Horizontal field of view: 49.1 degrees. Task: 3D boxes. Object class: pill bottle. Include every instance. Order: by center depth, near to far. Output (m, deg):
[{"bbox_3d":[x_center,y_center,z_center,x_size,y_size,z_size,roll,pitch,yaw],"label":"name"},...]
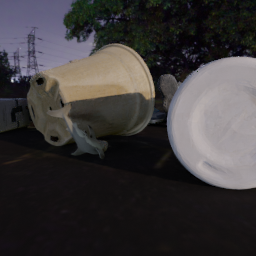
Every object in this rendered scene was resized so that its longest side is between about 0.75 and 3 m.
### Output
[{"bbox_3d":[1.659,-0.196,4.640,1.614,1.614,2.906,2,7,17],"label":"pill bottle"}]

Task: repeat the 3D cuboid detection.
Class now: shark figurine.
[{"bbox_3d":[-0.939,0.229,5.278,0.582,1.395,0.834,-36,31,16],"label":"shark figurine"}]

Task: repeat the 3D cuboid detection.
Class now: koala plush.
[{"bbox_3d":[2.146,-0.775,10.731,1.963,2.035,2.214,-3,-15,7],"label":"koala plush"}]

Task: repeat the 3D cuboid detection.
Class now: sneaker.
[{"bbox_3d":[0.677,-0.672,11.420,2.314,0.999,0.898,6,9,43],"label":"sneaker"}]

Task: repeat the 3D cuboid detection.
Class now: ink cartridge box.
[{"bbox_3d":[-4.648,-0.467,9.401,1.835,1.040,2.503,1,7,5],"label":"ink cartridge box"}]

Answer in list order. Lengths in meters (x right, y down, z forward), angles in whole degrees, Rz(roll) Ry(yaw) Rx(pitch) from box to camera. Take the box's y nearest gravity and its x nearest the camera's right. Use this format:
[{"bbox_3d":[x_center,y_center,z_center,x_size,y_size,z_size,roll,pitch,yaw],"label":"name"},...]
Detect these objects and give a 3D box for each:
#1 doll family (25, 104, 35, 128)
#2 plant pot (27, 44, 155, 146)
[{"bbox_3d":[-3.219,-0.803,10.806,0.954,1.406,2.433,-1,6,-6],"label":"doll family"},{"bbox_3d":[-1.046,-0.708,6.976,2.553,2.553,2.337,6,20,43],"label":"plant pot"}]
